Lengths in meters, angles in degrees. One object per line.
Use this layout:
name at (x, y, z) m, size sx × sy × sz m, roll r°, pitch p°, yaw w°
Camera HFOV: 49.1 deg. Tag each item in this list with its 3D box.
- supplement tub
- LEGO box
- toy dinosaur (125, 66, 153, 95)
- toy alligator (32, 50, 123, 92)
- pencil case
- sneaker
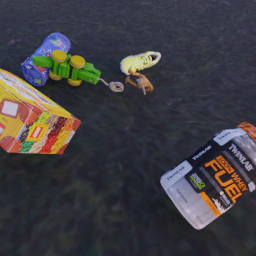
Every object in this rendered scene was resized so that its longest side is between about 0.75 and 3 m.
supplement tub at (1.549, 0.775, 4.798) m, size 1.790 × 1.096 × 1.096 m, roll -39°, pitch 45°, yaw 3°
LEGO box at (-2.420, -0.455, 5.862) m, size 2.318 × 0.894 × 1.726 m, roll 34°, pitch 6°, yaw 20°
toy dinosaur at (0.355, -1.293, 7.669) m, size 0.901 × 0.512 × 1.696 m, roll 27°, pitch 12°, yaw 13°
toy alligator at (-1.425, -1.780, 8.456) m, size 2.784 × 0.826 × 0.755 m, roll 16°, pitch 45°, yaw -7°
pencil case at (-2.622, -2.244, 8.969) m, size 0.881 × 0.791 × 2.028 m, roll 32°, pitch 51°, yaw -13°
sneaker at (0.400, -2.204, 9.167) m, size 1.608 × 0.606 × 0.614 m, roll -32°, pitch 7°, yaw -34°
